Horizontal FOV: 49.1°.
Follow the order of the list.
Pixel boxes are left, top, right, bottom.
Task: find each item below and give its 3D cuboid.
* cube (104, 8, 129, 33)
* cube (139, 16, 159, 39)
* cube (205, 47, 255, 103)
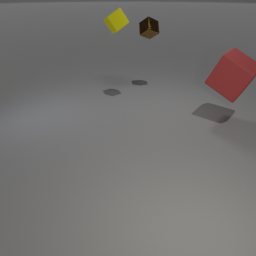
[{"bbox_3d":[-0.505,-4.557,11.932,0.700,0.700,0.700,-40,21,-7],"label":"cube"},{"bbox_3d":[1.045,-4.951,13.886,0.700,0.700,0.700,7,-15,-39],"label":"cube"},{"bbox_3d":[4.216,-2.130,11.185,1.400,1.400,1.400,40,43,14],"label":"cube"}]
